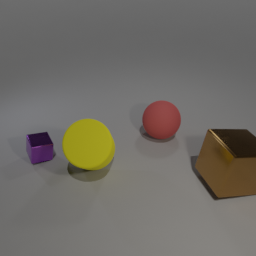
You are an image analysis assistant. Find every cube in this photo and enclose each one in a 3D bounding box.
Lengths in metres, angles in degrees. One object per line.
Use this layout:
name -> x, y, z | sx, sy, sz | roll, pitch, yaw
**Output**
cube -> -2.912, 0.639, 9.224 | 0.700, 0.700, 0.700 | -9, 40, -31
cube -> 3.004, 0.960, 8.004 | 1.400, 1.400, 1.400 | 1, 30, -18

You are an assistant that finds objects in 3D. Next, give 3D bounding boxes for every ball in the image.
ball -> 1.219, -0.300, 10.194 | 1.400, 1.400, 1.400 | 0, 32, 0

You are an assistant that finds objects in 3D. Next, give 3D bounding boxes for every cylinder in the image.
cylinder -> -1.121, 0.540, 8.386 | 1.400, 1.400, 1.400 | 1, -11, 1
